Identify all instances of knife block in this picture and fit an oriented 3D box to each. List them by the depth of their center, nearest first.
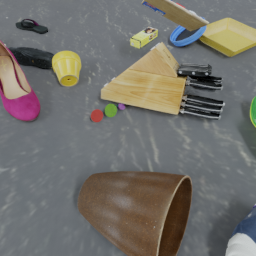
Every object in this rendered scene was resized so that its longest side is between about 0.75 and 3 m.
[{"bbox_3d":[1.068,-0.903,7.851,2.928,2.571,0.937,-32,11,28],"label":"knife block"}]

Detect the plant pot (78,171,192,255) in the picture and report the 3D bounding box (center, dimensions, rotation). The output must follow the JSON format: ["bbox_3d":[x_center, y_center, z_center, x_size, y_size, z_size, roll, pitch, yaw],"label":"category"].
[{"bbox_3d":[0.044,1.458,5.124,1.805,1.687,1.687,13,45,26],"label":"plant pot"}]

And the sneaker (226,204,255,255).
[{"bbox_3d":[2.801,2.446,4.566,2.364,0.952,1.731,34,62,25],"label":"sneaker"}]

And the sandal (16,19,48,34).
[{"bbox_3d":[-4.000,-4.293,11.630,1.543,0.369,0.580,18,48,17],"label":"sandal"}]

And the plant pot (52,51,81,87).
[{"bbox_3d":[-1.902,-1.813,8.843,0.906,0.906,0.853,-9,61,-9],"label":"plant pot"}]

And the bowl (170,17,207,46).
[{"bbox_3d":[2.284,-3.620,10.557,1.423,0.279,1.423,-26,36,21],"label":"bowl"}]

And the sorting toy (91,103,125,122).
[{"bbox_3d":[-0.619,-0.491,7.940,1.086,0.377,0.374,-23,20,-25],"label":"sorting toy"}]

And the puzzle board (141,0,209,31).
[{"bbox_3d":[1.292,-3.291,7.924,1.767,0.154,1.331,24,8,-12],"label":"puzzle board"}]

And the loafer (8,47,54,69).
[{"bbox_3d":[-3.301,-2.472,9.688,1.750,0.594,0.614,14,42,7],"label":"loafer"}]

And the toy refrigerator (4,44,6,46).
[{"bbox_3d":[-4.893,-2.864,10.233,0.844,0.320,0.295,2,45,2],"label":"toy refrigerator"}]

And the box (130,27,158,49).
[{"bbox_3d":[0.636,-3.541,10.921,0.469,0.312,1.247,27,52,25],"label":"box"}]

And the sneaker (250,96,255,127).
[{"bbox_3d":[3.748,-0.079,6.908,0.943,1.064,2.547,2,44,4],"label":"sneaker"}]

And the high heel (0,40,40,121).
[{"bbox_3d":[-3.355,-1.393,8.002,0.966,1.378,2.867,-27,51,-25],"label":"high heel"}]

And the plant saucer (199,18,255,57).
[{"bbox_3d":[3.864,-3.414,10.665,2.017,0.489,2.017,-26,51,-24],"label":"plant saucer"}]
